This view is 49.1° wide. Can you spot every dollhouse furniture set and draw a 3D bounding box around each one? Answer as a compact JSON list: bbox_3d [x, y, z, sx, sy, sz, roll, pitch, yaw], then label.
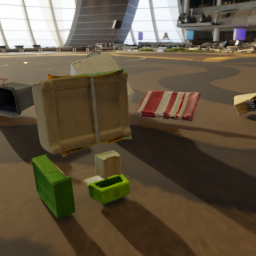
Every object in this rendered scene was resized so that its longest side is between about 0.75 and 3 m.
[{"bbox_3d":[-0.727,0.114,4.168,1.273,1.943,0.975,-13,19,-30],"label":"dollhouse furniture set"}]

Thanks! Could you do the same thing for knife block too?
[{"bbox_3d":[3.949,-0.851,8.800,1.112,0.405,1.267,-22,13,27],"label":"knife block"}]

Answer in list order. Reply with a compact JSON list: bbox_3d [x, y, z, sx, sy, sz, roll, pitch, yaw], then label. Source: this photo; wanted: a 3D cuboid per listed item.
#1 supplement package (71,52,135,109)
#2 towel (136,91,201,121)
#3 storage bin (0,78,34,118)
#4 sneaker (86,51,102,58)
[{"bbox_3d":[-0.752,-1.041,7.704,1.141,1.133,1.504,-22,68,-23],"label":"supplement package"},{"bbox_3d":[1.251,-0.764,8.764,1.796,0.204,1.294,6,44,23],"label":"towel"},{"bbox_3d":[-3.766,-1.104,9.138,1.535,1.117,1.031,11,27,28],"label":"storage bin"},{"bbox_3d":[-0.845,-1.530,9.329,1.645,0.866,2.277,13,-34,-28],"label":"sneaker"}]
